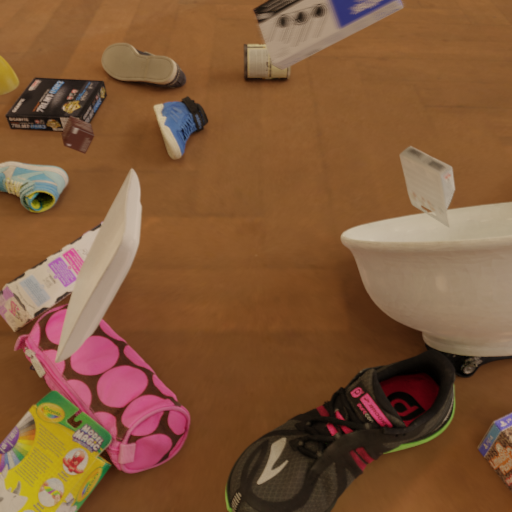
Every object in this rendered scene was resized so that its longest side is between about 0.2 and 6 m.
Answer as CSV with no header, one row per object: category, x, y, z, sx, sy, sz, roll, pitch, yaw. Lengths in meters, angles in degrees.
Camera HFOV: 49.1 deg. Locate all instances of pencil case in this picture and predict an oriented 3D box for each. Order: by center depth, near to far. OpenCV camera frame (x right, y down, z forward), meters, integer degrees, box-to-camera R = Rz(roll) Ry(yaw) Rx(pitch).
pencil case,-1.960,1.635,7.055,2.416,1.096,1.132,33,16,32

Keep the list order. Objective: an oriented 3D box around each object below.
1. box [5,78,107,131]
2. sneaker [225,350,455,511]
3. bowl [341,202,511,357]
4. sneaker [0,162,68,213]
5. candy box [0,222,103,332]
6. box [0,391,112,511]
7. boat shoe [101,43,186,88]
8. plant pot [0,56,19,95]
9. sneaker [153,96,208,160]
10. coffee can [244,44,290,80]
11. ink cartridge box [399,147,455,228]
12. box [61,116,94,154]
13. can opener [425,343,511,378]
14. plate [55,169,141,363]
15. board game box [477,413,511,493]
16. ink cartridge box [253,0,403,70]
box,-4.483,-3.446,12.703,1.722,0.431,1.734,5,44,4
sneaker,1.014,1.975,6.473,3.235,1.355,1.241,-26,50,-24
bowl,3.043,0.283,7.487,3.695,1.661,3.695,-7,7,1
sneaker,-4.331,-1.232,10.304,1.520,0.604,0.992,-2,43,0
candy box,-2.888,0.316,8.164,1.640,1.376,0.587,-41,100,-35
box,-2.504,2.558,6.172,1.133,0.467,1.931,28,70,25
boat shoe,-2.790,-4.607,13.853,2.468,0.896,0.774,22,6,28
plant pot,-6.361,-4.429,13.457,1.062,0.754,1.062,0,45,0
sneaker,-1.495,-2.746,11.754,1.045,0.721,1.878,-18,40,-6
coffee can,0.260,-4.756,13.731,1.128,0.826,0.826,0,44,0
ink cartridge box,2.175,-0.859,6.987,0.224,0.895,0.726,-37,43,-7
box,-3.014,-2.044,9.457,0.384,0.388,0.467,19,27,-35
can opener,3.353,1.224,7.794,1.879,0.596,0.739,-7,44,-7
plate,-1.666,0.082,6.197,0.278,1.714,1.718,23,25,-21
board game box,3.552,2.451,6.464,1.134,0.689,1.422,-18,48,-18
ink cartridge box,0.972,-3.459,7.828,1.898,0.892,0.420,-20,-2,24
